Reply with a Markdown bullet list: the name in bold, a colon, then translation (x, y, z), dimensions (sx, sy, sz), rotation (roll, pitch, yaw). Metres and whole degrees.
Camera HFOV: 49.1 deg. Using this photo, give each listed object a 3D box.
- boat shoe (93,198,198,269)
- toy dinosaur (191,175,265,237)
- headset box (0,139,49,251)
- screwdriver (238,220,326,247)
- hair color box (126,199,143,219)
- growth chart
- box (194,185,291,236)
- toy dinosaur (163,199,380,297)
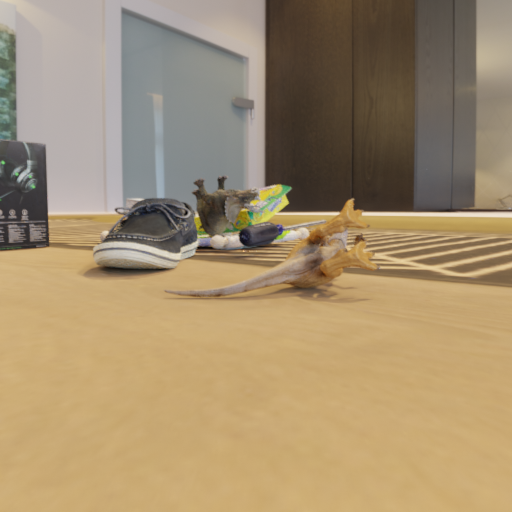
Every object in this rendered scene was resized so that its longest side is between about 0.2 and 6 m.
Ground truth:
- **boat shoe**: translation (-1.602, -0.375, 8.592), dimensions (1.225, 1.022, 3.284), rotation (3, 7, 7)
- **toy dinosaur**: translation (-0.841, -0.866, 11.115), dimensions (0.842, 1.119, 2.188), rotation (-6, -22, -39)
- **headset box**: translation (-5.210, -1.256, 10.900), dimensions (1.067, 2.300, 2.003), rotation (4, 8, 34)
- **screwdriver**: translation (0.583, -0.518, 10.772), dimensions (0.428, 0.411, 2.945), rotation (-11, 2, 32)
- **hair color box**: translation (-2.118, -0.690, 10.960), dimensions (0.489, 0.799, 1.614), rotation (0, 8, -28)
- **growth chart**: translation (-1.316, -0.400, 12.338), dimensions (4.078, 0.362, 2.951), rotation (4, 8, 43)
- **box**: translation (-0.284, -0.993, 12.179), dimensions (2.149, 0.520, 1.261), rotation (-5, 27, 47)
- **toy dinosaur**: translation (0.524, 0.116, 6.013), dimensions (1.407, 0.800, 2.648), rotation (-35, -12, 39)
